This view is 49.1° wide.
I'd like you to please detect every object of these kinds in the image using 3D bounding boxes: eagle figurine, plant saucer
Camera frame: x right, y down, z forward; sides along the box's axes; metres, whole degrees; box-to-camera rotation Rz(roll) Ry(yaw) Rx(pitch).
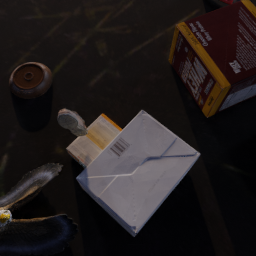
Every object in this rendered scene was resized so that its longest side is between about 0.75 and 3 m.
[{"bbox_3d":[-2.871,2.188,6.917,2.792,2.107,2.119,-7,107,-35],"label":"eagle figurine"},{"bbox_3d":[-3.233,-1.641,9.212,1.429,0.261,1.429,0,67,0],"label":"plant saucer"}]

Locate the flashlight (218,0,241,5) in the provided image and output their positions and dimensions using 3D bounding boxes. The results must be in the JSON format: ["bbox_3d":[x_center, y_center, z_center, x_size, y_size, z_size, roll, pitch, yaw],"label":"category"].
[{"bbox_3d":[3.568,-4.937,10.469,1.805,0.613,0.611,33,58,16],"label":"flashlight"}]

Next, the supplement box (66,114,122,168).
[{"bbox_3d":[-0.888,0.457,8.101,0.945,0.551,1.499,39,72,16],"label":"supplement box"}]

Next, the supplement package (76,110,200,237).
[{"bbox_3d":[0.259,1.177,7.320,1.924,1.370,2.471,39,70,15],"label":"supplement package"}]

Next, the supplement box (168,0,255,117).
[{"bbox_3d":[3.040,-2.149,8.650,2.538,1.685,2.503,-24,68,-10],"label":"supplement box"}]

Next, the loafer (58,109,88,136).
[{"bbox_3d":[-1.441,-0.201,7.255,0.491,1.365,0.429,-13,65,9],"label":"loafer"}]
